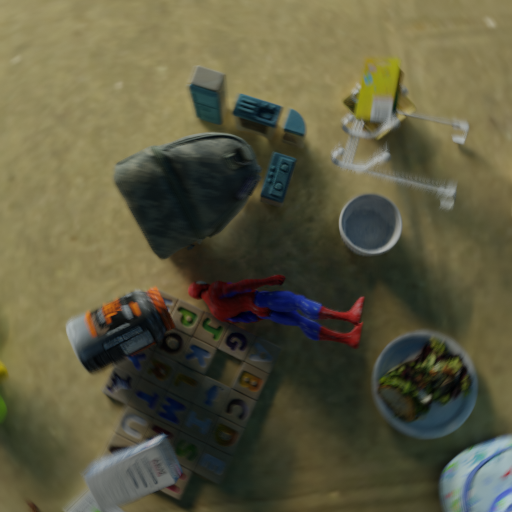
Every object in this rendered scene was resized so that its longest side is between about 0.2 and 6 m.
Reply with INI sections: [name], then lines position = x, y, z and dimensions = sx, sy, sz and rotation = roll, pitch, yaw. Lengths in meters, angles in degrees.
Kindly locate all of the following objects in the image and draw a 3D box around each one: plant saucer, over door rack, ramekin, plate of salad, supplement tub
[plant saucer]
position = 2.307, -2.825, 10.660
dimensions = 1.037, 0.251, 1.037
rotation = -39, 81, -6
[over door rack]
position = 2.670, -2.073, 9.979
dimensions = 2.319, 0.772, 1.713
rotation = 20, 64, 1
[ramekin]
position = 2.012, -0.515, 10.056
dimensions = 1.100, 0.578, 1.100
rotation = 0, 79, 0
[plate of salad]
position = 2.917, 2.199, 9.615
dimensions = 1.812, 0.435, 1.812
rotation = 0, 78, 0
[supplement tub]
position = -2.238, 1.212, 9.383
dimensions = 1.604, 0.982, 0.982
rotation = -26, 80, -12

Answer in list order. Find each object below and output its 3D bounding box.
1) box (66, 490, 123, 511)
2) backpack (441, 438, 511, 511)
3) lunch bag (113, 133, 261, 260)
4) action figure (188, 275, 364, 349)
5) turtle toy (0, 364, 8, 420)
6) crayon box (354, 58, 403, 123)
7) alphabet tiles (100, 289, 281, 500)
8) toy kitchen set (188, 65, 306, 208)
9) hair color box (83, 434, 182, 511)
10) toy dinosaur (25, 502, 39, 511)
[box]
position = -2.593, 4.683, 9.218
dimensions = 1.106, 0.292, 1.419
rotation = -43, 81, -8
[backpack]
position = 4.204, 4.086, 8.607
dimensions = 2.147, 1.724, 2.346
rotation = -20, 76, -7
[lunch bag]
position = -1.059, -1.076, 9.178
dimensions = 2.038, 2.430, 1.693
rotation = -30, 95, -7
[action figure]
position = 0.258, 0.834, 9.511
dimensions = 3.067, 1.003, 0.793
rotation = 8, 48, 15
[turtle toy]
position = -4.789, 2.166, 9.424
dimensions = 1.138, 0.789, 1.561
rotation = -32, 82, -30
[crayon box]
position = 2.217, -2.960, 10.035
dimensions = 0.694, 0.278, 1.093
rotation = 12, 95, 30
[alphabet tiles]
position = -1.343, 2.437, 9.731
dimensions = 2.547, 0.115, 3.047
rotation = 25, 80, 4
[toy kitchen set]
position = -0.288, -2.052, 9.993
dimensions = 2.159, 1.272, 1.729
rotation = 18, 80, 4
[hair color box]
position = -1.929, 3.414, 8.774
dimensions = 1.374, 0.416, 0.687
rotation = -25, 91, 11
[toy dinosaur]
position = -3.779, 5.045, 9.144
dimensions = 0.721, 1.373, 1.246
rotation = 27, 109, -22
